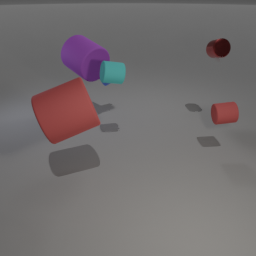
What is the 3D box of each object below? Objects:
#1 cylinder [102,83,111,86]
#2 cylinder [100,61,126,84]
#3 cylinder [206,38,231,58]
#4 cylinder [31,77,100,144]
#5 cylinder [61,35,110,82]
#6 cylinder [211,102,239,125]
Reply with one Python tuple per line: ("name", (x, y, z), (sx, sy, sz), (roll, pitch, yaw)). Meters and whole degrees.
("cylinder", (-0.826, -2.253, 11.917), (0.700, 0.700, 0.700), (-31, 36, -14))
("cylinder", (-0.513, -1.827, 9.246), (0.700, 0.700, 0.700), (2, 26, -20))
("cylinder", (3.475, -3.065, 10.803), (0.700, 0.700, 0.700), (-4, 13, -7))
("cylinder", (-1.642, -0.466, 7.548), (1.400, 1.400, 1.400), (-23, 31, -4))
("cylinder", (-1.671, -2.737, 10.985), (1.400, 1.400, 1.400), (-24, 49, -38))
("cylinder", (3.215, -0.495, 9.336), (0.700, 0.700, 0.700), (-6, 28, -1))
